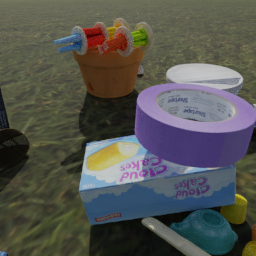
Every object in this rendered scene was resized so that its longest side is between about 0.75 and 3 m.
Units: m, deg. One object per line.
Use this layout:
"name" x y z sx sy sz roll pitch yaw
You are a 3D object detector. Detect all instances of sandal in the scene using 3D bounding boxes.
"sandal" -3.379 0.731 6.596 0.613 0.917 2.244 -3 30 41

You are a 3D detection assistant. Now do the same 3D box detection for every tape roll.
"tape roll" 1.194 -0.157 5.207 2.108 0.692 2.108 3 29 -2

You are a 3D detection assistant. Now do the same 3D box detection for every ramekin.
"ramekin" 2.474 -1.244 9.411 2.494 1.162 2.494 0 30 0

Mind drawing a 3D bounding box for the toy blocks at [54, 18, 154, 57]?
"toy blocks" -0.798 -2.722 8.772 2.531 0.919 2.109 -24 37 -31

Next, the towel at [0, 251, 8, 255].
"towel" -2.442 2.247 4.376 1.014 0.246 0.566 -7 30 -12

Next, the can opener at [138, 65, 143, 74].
"can opener" -0.011 -2.498 12.431 1.503 0.396 0.500 -12 -3 -22

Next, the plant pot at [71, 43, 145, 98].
"plant pot" -0.687 -2.333 10.561 2.681 1.876 2.681 0 30 0

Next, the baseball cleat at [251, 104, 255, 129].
"baseball cleat" 4.158 -0.219 8.031 1.227 0.804 2.305 -19 36 -29

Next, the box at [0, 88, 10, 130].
"box" -4.412 -0.593 7.848 1.587 1.614 1.000 -24 38 -34

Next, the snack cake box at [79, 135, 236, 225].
"snack cake box" 0.524 0.859 5.630 2.750 0.924 1.582 -10 29 3

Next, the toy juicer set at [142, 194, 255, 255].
"toy juicer set" 1.480 1.872 4.623 2.226 0.606 1.416 -5 26 -28
